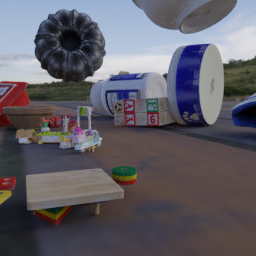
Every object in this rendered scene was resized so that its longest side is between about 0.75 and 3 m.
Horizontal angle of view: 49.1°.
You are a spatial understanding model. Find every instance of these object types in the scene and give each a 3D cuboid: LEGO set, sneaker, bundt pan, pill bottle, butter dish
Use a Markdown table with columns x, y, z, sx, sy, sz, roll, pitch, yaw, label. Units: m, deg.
| x | y | z | sx | sy | sz | roll | pitch | yaw | label |
| --- | --- | --- | --- | --- | --- | --- | --- | --- | --- |
| -1.090 | -0.034 | 4.639 | 1.733 | 0.645 | 0.797 | 5 | 8 | 37 | LEGO set |
| 3.174 | -0.133 | 5.223 | 1.232 | 1.052 | 2.796 | -22 | 13 | -16 | sneaker |
| -2.232 | -3.271 | 10.823 | 2.892 | 2.892 | 1.086 | -1 | -2 | -9 | bundt pan |
| -0.035 | -1.235 | 10.707 | 2.767 | 1.656 | 1.656 | 5 | 8 | 37 | pill bottle |
| -3.410 | -0.556 | 7.959 | 1.452 | 1.073 | 1.448 | 8 | 55 | 35 | butter dish |

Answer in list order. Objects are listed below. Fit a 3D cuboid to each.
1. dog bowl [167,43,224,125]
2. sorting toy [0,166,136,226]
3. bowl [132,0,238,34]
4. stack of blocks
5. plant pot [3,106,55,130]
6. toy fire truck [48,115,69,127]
| x | y | z | sx | sy | sz | roll | pitch | yaw | label |
| --- | --- | --- | --- | --- | --- | --- | --- | --- | --- |
| 1.941 | -1.189 | 7.792 | 0.873 | 2.217 | 2.217 | 5 | 8 | 33 | dog bowl |
| -0.448 | 0.488 | 2.001 | 1.248 | 0.211 | 0.602 | -2 | 7 | -21 | sorting toy |
| 1.575 | -3.089 | 6.370 | 2.882 | 1.295 | 2.882 | -20 | -9 | -4 | bowl |
| 0.839 | -0.521 | 8.311 | 1.396 | 0.710 | 2.424 | 0 | 6 | 34 | stack of blocks |
| -2.432 | -0.254 | 6.946 | 1.217 | 0.562 | 1.217 | 1 | 7 | 0 | plant pot |
| -1.924 | -0.202 | 7.830 | 0.734 | 0.254 | 1.041 | -3 | 7 | -26 | toy fire truck |
